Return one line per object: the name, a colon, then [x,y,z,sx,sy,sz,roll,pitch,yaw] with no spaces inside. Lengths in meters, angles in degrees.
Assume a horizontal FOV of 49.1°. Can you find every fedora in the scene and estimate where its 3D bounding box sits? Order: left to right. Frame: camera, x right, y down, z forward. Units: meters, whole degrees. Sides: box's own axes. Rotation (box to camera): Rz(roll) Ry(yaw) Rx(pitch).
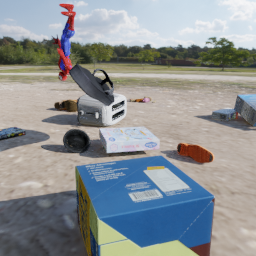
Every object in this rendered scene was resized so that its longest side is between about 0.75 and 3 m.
fedora: [-1.598,0.433,8.632,0.844,0.844,0.385,-7,-16,-24]

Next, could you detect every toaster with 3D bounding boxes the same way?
toaster: [-1.032,-0.853,11.986,1.473,1.296,2.281,11,21,25]

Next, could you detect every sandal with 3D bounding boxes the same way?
sandal: [-0.756,-1.216,7.799,0.637,1.132,2.976,-41,1,6]

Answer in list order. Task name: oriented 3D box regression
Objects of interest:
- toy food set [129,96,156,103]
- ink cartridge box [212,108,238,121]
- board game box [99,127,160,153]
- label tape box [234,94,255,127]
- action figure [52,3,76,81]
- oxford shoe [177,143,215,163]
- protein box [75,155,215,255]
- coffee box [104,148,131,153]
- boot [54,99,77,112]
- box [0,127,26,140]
toy food set: [0.853,-1.787,17.455,1.742,0.274,1.108,3,15,9]
ink cartridge box: [4.617,-0.637,12.971,1.462,0.368,0.796,-12,19,-41]
board game box: [-0.018,0.323,8.650,1.564,0.323,1.568,-3,15,-13]
label tape box: [5.878,-0.599,11.748,1.752,0.808,2.445,-2,32,-9]
action figure: [-2.114,-2.661,9.280,0.687,2.656,0.869,-8,48,-20]
oxford shoe: [1.995,0.653,7.948,0.478,0.467,1.310,-4,14,-32]
protein box: [0.135,1.271,4.297,1.623,1.103,1.635,-5,16,-19]
coffee box: [-0.265,0.567,8.754,0.865,0.190,0.532,7,16,21]
boot: [-2.883,-1.265,14.869,1.698,0.626,1.314,10,15,27]
box: [-4.383,0.199,10.082,0.742,0.216,1.084,13,19,39]
